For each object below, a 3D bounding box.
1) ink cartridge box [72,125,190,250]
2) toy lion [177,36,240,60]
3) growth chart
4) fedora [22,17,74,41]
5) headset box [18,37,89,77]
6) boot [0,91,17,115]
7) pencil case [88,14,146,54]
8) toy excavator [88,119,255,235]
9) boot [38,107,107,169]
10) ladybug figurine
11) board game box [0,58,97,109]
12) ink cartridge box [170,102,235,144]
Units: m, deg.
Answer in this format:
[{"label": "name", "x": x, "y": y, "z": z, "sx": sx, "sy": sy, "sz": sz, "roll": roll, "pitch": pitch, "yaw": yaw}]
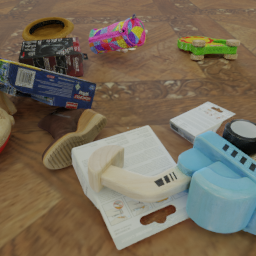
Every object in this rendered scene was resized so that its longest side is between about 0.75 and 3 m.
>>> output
[{"label": "ink cartridge box", "x": 0.105, "y": 1.056, "z": 5.453, "sx": 1.829, "sy": 0.642, "sz": 2.251, "roll": -17, "pitch": 54, "yaw": -21}, {"label": "toy lion", "x": 3.048, "y": -3.269, "z": 11.022, "sx": 2.070, "sy": 0.711, "sz": 1.984, "roll": -1, "pitch": 30, "yaw": -2}, {"label": "growth chart", "x": -0.201, "y": -3.903, "z": 12.122, "sx": 1.907, "sy": 0.234, "sz": 2.635, "roll": 17, "pitch": 41, "yaw": 19}, {"label": "fedora", "x": -3.112, "y": -3.649, "z": 11.143, "sx": 2.048, "sy": 0.835, "sz": 2.048, "roll": -1, "pitch": 48, "yaw": 2}, {"label": "headset box", "x": -2.482, "y": -2.420, "z": 9.631, "sx": 2.192, "sy": 0.847, "sz": 1.632, "roll": -7, "pitch": 38, "yaw": -11}, {"label": "boot", "x": -3.812, "y": -0.506, "z": 7.339, "sx": 1.357, "sy": 0.590, "sz": 1.631, "roll": -29, "pitch": 40, "yaw": -26}, {"label": "pencil case", "x": -0.444, "y": -3.173, "z": 9.742, "sx": 1.041, "sy": 1.041, "sz": 2.357, "roll": -31, "pitch": 23, "yaw": -34}, {"label": "toy excavator", "x": 1.072, "y": 0.877, "z": 4.698, "sx": 2.814, "sy": 1.406, "sz": 2.736, "roll": -20, "pitch": 42, "yaw": -28}, {"label": "boot", "x": -1.607, "y": 0.150, "z": 6.596, "sx": 1.624, "sy": 0.706, "sz": 1.952, "roll": 11, "pitch": 39, "yaw": 35}, {"label": "ladybug figurine", "x": -3.693, "y": 0.391, "z": 5.741, "sx": 2.755, "sy": 0.991, "sz": 1.870, "roll": -20, "pitch": 47, "yaw": -22}, {"label": "board game box", "x": -2.657, "y": -1.239, "z": 7.232, "sx": 2.595, "sy": 0.801, "sz": 2.597, "roll": 19, "pitch": 8, "yaw": 35}, {"label": "ink cartridge box", "x": 1.773, "y": -0.140, "z": 6.713, "sx": 1.218, "sy": 0.347, "sz": 0.990, "roll": -22, "pitch": 32, "yaw": -19}]
